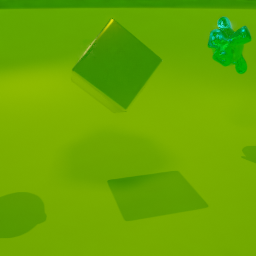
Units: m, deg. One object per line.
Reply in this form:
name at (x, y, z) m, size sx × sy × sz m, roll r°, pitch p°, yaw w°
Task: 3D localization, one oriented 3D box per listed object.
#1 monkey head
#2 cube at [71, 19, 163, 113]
monkey head at (2.399, -1.936, 6.401) m, size 0.875 × 1.452 × 1.044 m, roll -22°, pitch 0°, yaw -42°
cube at (-0.265, -1.065, 5.240) m, size 1.148 × 1.148 × 1.148 m, roll 37°, pitch -6°, yaw -11°
